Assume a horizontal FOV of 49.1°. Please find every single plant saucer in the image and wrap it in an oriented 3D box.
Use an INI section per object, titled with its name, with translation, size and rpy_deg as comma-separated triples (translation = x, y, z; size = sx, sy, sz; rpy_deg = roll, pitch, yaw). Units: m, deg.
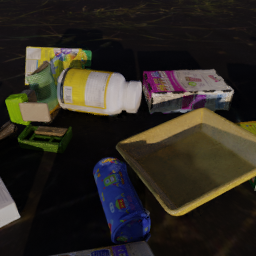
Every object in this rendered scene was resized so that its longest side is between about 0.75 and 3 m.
[plant saucer]
translation = 1.578, 0.764, 6.911
size = 2.962, 0.718, 2.961
rpy_deg = -23, 31, -15

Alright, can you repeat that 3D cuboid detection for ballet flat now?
[ballet flat]
translation = -3.871, 0.483, 8.054
size = 0.682, 0.469, 2.025
rpy_deg = -34, 16, 34

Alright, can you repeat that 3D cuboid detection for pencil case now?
[pencil case]
translation = -0.170, 1.522, 6.163
size = 0.896, 0.805, 2.064
rpy_deg = -32, 38, 2

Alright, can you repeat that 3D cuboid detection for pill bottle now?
[pill bottle]
translation = -0.945, -1.216, 9.655
size = 2.674, 1.498, 1.498
rpy_deg = 9, 35, 11

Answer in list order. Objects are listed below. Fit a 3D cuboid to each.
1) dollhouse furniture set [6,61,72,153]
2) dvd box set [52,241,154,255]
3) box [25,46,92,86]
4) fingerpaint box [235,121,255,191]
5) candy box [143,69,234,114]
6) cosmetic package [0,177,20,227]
[dollhouse furniture set]
translation = -2.339, -0.796, 8.763
size = 1.370, 1.789, 2.731
rpy_deg = 4, 35, 8
[dvd box set]
translation = -0.725, 2.429, 4.381
size = 2.495, 0.367, 1.825
rpy_deg = -6, -2, -9
[box]
translation = -2.774, -2.445, 11.399
size = 2.664, 1.563, 0.644
rpy_deg = 5, 5, 8
[fingerpaint box]
translation = 3.836, 0.649, 7.501
size = 1.686, 0.741, 2.021
rpy_deg = -5, 35, -2
[candy box]
translation = 2.111, -1.411, 10.485
size = 2.904, 0.886, 1.980
rpy_deg = -3, 34, -4
[cosmetic package]
translation = -3.691, 1.582, 6.338
size = 1.663, 0.570, 2.206
rpy_deg = -26, 42, -29
